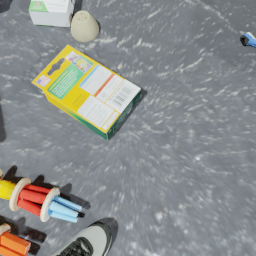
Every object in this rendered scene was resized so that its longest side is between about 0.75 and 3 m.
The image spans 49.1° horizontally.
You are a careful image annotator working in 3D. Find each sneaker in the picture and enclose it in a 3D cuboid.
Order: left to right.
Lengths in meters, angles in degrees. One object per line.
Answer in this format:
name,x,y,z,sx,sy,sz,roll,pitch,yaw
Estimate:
sneaker,-1.286,2.963,6.094,2.290,0.908,0.846,-38,71,-15
sneaker,3.792,-2.615,8.639,0.429,0.296,0.772,-29,67,-17

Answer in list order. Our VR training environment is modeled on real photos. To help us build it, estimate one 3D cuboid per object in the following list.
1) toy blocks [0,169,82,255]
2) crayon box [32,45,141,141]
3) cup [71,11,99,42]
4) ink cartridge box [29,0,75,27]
toy blocks,-2.422,2.160,6.442,2.316,0.841,1.930,17,69,7
crayon box,-1.130,-1.030,7.816,2.551,0.658,1.604,34,72,12
cup,-1.378,-3.237,8.713,0.897,0.641,0.897,0,69,0
ink cartridge box,-2.381,-4.142,9.029,1.201,0.694,1.645,3,68,-1
